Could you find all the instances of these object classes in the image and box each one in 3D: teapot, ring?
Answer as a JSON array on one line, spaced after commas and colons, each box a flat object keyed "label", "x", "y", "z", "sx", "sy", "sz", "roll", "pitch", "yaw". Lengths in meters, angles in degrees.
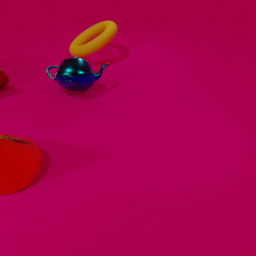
[{"label": "teapot", "x": -1.592, "y": -1.759, "z": 8.868, "sx": 2.018, "sy": 1.255, "sz": 0.988, "roll": 0, "pitch": 80, "yaw": 0}, {"label": "ring", "x": -1.358, "y": -3.468, "z": 10.907, "sx": 2.087, "sy": 0.417, "sz": 2.087, "roll": -22, "pitch": 37, "yaw": 17}]

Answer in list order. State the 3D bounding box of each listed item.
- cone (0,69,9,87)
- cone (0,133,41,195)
[{"label": "cone", "x": -4.877, "y": -1.216, "z": 8.658, "sx": 1.656, "sy": 1.656, "sz": 1.662, "roll": 17, "pitch": 70, "yaw": 19}, {"label": "cone", "x": -2.761, "y": 0.446, "z": 5.863, "sx": 1.489, "sy": 1.495, "sz": 1.489, "roll": 0, "pitch": 59, "yaw": 0}]
